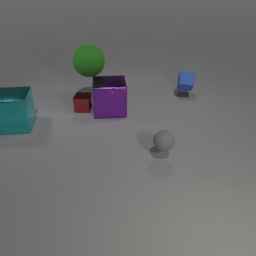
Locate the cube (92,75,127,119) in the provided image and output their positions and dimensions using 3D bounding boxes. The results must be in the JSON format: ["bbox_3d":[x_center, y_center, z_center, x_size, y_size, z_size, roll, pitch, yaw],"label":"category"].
[{"bbox_3d":[-0.786,-1.353,12.048,1.400,1.400,1.400,-3,31,-4],"label":"cube"}]

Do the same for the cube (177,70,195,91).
[{"bbox_3d":[2.755,-2.238,13.313,0.700,0.700,0.700,9,-13,3],"label":"cube"}]

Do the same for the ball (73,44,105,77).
[{"bbox_3d":[-1.713,-2.935,12.246,1.400,1.400,1.400,0,31,0],"label":"ball"}]

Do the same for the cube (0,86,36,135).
[{"bbox_3d":[-4.515,-0.704,10.961,1.400,1.400,1.400,-4,31,-6],"label":"cube"}]

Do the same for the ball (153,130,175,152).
[{"bbox_3d":[1.167,0.415,9.041,0.700,0.700,0.700,0,31,0],"label":"ball"}]

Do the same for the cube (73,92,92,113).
[{"bbox_3d":[-1.989,-1.130,12.362,0.700,0.700,0.700,2,31,3],"label":"cube"}]
